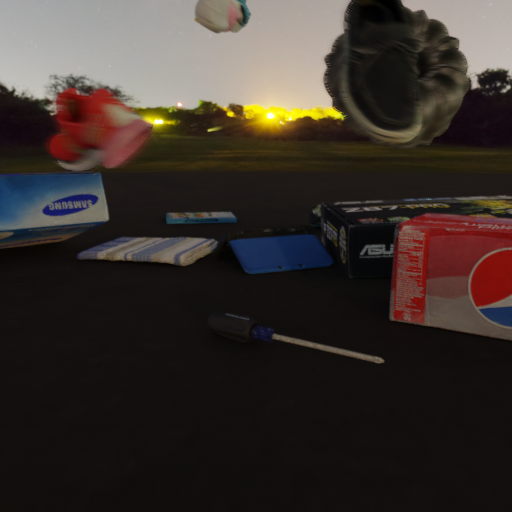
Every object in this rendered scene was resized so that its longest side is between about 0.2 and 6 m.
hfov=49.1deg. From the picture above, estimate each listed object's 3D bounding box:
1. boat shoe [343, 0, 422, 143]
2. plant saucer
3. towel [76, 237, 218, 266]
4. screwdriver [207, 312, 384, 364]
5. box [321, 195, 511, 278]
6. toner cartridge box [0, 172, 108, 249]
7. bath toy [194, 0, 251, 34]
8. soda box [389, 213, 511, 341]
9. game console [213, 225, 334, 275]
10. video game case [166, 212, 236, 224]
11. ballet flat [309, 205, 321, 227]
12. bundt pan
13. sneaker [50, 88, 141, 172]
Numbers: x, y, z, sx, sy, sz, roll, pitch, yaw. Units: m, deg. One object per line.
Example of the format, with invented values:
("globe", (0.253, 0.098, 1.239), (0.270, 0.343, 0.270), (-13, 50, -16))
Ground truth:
("boat shoe", (1.485, -2.383, 6.688), (0.871, 2.336, 0.727), (-1, -26, -3))
("plant saucer", (-2.091, -1.829, 8.919), (1.030, 0.261, 1.030), (-44, 6, 5))
("towel", (-1.850, -0.085, 9.820), (2.051, 0.244, 1.506), (2, 13, 18))
("screwdriver", (0.270, 0.761, 5.163), (1.905, 0.266, 0.277), (6, -16, 41))
("box", (3.149, -0.397, 9.507), (3.757, 0.923, 3.028), (-2, 10, 0))
("toner cartridge box", (-4.954, -0.621, 9.248), (4.438, 0.958, 2.108), (-10, -1, -44))
("bath toy", (-0.513, -3.869, 8.619), (0.758, 0.644, 1.743), (32, 26, -5))
("soda box", (3.219, 0.264, 5.560), (3.534, 1.121, 1.237), (7, 13, 32))
("game console", (0.250, 0.039, 9.372), (1.595, 0.943, 1.361), (-4, -20, -23))
("video game case", (-1.485, -1.012, 14.914), (1.785, 0.159, 1.277), (-1, 11, -9))
("ballet flat", (1.698, -0.902, 13.103), (0.659, 0.659, 1.804), (-3, 11, -16))
("bundt pan", (2.594, -3.310, 9.952), (2.676, 2.676, 1.004), (-2, -16, -13))
("sneaker", (-3.194, -2.483, 10.470), (3.197, 1.357, 1.231), (1, 52, 51))
